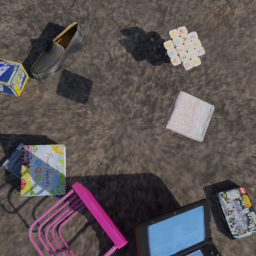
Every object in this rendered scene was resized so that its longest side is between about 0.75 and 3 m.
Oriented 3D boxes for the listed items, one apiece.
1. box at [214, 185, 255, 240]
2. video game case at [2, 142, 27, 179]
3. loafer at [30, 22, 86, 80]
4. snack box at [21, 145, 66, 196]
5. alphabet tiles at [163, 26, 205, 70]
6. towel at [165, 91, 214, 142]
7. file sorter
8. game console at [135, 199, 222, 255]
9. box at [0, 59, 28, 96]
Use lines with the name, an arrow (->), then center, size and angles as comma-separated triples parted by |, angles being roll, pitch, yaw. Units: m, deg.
box -> 3.423, 2.614, 8.711 | 0.980, 0.286, 1.432 | -14, 68, -6
video game case -> -3.351, 1.227, 9.376 | 1.408, 0.134, 1.006 | 31, 71, 10
loafer -> -2.743, -2.988, 10.687 | 0.998, 0.991, 2.741 | 33, 72, 12
snack box -> -2.680, 1.352, 8.974 | 1.325, 0.532, 1.572 | -1, 74, -8
alphabet tiles -> 2.056, -2.891, 10.118 | 1.489, 0.111, 1.523 | -24, 90, -19
towel -> 1.595, -0.300, 7.173 | 1.019, 0.172, 1.067 | 23, 76, 2
file sorter -> -1.198, 2.824, 7.409 | 1.620, 2.583, 1.795 | -39, 72, -12
game console -> 1.587, 3.394, 7.360 | 2.453, 1.456, 2.114 | -13, 46, -23
box -> -5.242, -2.072, 10.357 | 2.770, 0.891, 0.970 | 14, 67, 7
